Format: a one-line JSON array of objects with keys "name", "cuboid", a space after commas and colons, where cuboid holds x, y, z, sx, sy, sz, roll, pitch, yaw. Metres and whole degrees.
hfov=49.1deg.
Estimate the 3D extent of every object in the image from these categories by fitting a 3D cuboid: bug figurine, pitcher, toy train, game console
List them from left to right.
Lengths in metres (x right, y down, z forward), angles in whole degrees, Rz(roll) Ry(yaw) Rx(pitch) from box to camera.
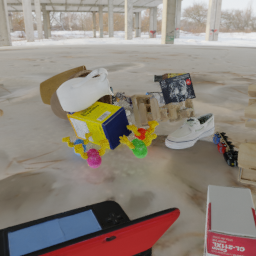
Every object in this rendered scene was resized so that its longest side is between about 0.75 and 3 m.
[{"name": "game console", "cuboid": [-1.049, 1.594, 4.363, 2.856, 1.695, 2.462, -9, 23, -23]}, {"name": "pitcher", "cuboid": [-1.396, -1.264, 8.937, 1.724, 1.479, 1.045, -21, 68, -5]}, {"name": "bug figurine", "cuboid": [-0.422, 0.500, 8.124, 2.942, 0.757, 2.282, -10, 13, -5]}, {"name": "toy train", "cuboid": [3.049, 0.626, 8.758, 0.478, 0.356, 2.087, -10, 21, 8]}]

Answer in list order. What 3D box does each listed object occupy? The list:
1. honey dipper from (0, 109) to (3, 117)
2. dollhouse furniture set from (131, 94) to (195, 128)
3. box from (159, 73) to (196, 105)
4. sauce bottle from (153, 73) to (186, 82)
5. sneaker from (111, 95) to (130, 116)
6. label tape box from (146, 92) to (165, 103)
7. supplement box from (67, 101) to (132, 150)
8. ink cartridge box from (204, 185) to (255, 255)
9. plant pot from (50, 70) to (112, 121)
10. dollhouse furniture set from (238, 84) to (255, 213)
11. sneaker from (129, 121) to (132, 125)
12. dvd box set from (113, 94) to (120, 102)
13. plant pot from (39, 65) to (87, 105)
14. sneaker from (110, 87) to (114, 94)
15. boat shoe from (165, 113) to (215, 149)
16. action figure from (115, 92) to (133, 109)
[{"name": "honey dipper", "cuboid": [-6.840, -0.712, 12.036, 2.972, 0.564, 0.564, 5, 21, 2]}, {"name": "dollhouse furniture set", "cuboid": [1.060, -0.781, 9.980, 1.740, 1.233, 1.895, -4, -8, -37]}, {"name": "box", "cuboid": [2.186, -1.696, 12.378, 1.274, 1.160, 0.663, -17, 5, -19]}, {"name": "sauce bottle", "cuboid": [2.765, -3.135, 17.885, 2.271, 0.735, 0.735, -2, 21, -1]}, {"name": "sneaker", "cuboid": [-0.520, -0.993, 12.160, 1.321, 0.860, 0.527, 13, 25, 29]}, {"name": "label tape box", "cuboid": [1.229, -1.549, 14.243, 1.219, 0.386, 0.879, -3, 21, -8]}, {"name": "supplement box", "cuboid": [-0.959, -0.162, 9.355, 1.863, 1.014, 1.020, 16, 46, 39]}, {"name": "ink cartridge box", "cuboid": [1.446, 1.794, 4.089, 0.633, 1.528, 1.113, 3, 21, 15]}, {"name": "plant pot", "cuboid": [-2.033, -1.079, 11.144, 1.902, 2.181, 2.181, -4, 14, 41]}, {"name": "dollhouse furniture set", "cuboid": [3.204, 0.756, 5.699, 1.763, 2.489, 2.710, 8, -7, 24]}, {"name": "sneaker", "cuboid": [-0.393, -0.173, 10.701, 1.038, 0.393, 0.545, -3, 21, -6]}, {"name": "dvd box set", "cuboid": [-1.235, -1.322, 12.935, 1.593, 0.234, 1.165, 1, -9, -12]}, {"name": "plant pot", "cuboid": [-2.873, -1.759, 12.900, 2.135, 1.990, 1.990, -8, 21, 0]}, {"name": "sneaker", "cuboid": [-1.351, -1.876, 14.703, 0.547, 0.659, 1.380, 18, 28, 39]}, {"name": "boat shoe", "cuboid": [2.149, 0.004, 9.666, 0.884, 0.802, 2.403, 19, 28, 40]}, {"name": "action figure", "cuboid": [-0.083, -1.269, 12.096, 1.163, 0.403, 0.757, 30, 17, -40]}]
